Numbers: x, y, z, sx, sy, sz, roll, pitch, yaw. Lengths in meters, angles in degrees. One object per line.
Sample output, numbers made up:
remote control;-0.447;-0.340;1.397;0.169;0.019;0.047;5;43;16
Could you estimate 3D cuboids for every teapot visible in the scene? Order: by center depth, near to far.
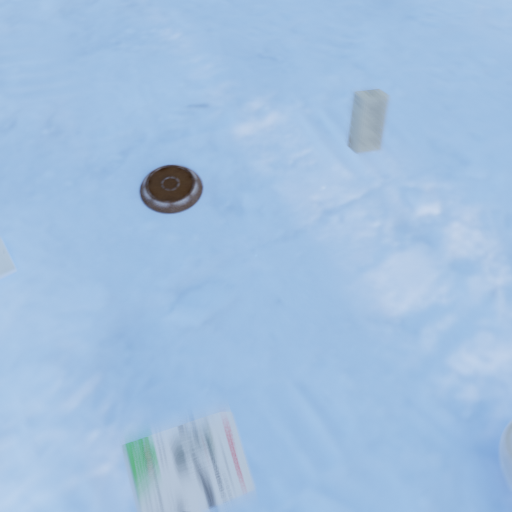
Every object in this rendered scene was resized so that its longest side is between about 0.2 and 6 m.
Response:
teapot;4.602;3.212;8.302;1.881;1.373;1.856;-13;27;16

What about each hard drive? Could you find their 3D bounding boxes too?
hard drive;-5.508;0.261;10.933;1.380;0.181;0.910;-28;61;-18

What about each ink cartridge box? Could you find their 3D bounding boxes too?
ink cartridge box;-0.831;2.572;6.811;1.365;0.574;0.996;-14;80;-23

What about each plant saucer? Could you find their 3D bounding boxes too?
plant saucer;-1.844;-1.501;12.099;1.385;0.222;1.385;0;57;0

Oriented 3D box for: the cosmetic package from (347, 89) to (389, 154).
cosmetic package;1.758;-2.124;8.857;0.486;0.924;0.329;-10;38;-17
